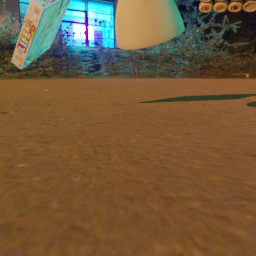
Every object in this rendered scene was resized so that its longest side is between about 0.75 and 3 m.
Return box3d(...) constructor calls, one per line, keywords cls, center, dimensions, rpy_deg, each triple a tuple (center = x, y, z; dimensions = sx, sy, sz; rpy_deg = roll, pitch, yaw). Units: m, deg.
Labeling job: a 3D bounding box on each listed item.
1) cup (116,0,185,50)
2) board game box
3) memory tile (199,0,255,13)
box3d(cls="cup", center=(0.451, -3.108, 7.496), dimensions=(1.917, 1.371, 1.917), rpy_deg=(-13, 31, 8))
box3d(cls="board game box", center=(-2.874, -3.359, 9.373), dimensions=(0.459, 2.683, 1.804), rpy_deg=(38, 45, -8))
box3d(cls="memory tile", center=(2.029, -2.653, 5.615), dimensions=(1.201, 0.101, 0.921), rpy_deg=(4, -19, 16))
